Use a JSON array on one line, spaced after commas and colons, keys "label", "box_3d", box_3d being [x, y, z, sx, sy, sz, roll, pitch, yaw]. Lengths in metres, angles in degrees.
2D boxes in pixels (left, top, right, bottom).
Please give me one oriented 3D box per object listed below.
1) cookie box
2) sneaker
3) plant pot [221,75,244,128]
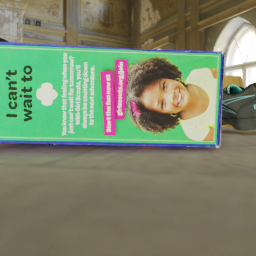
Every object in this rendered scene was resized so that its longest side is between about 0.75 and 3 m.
[{"label": "cookie box", "box_3d": [-0.522, -0.366, 3.875, 2.831, 1.064, 2.422, 1, 2, -4]}, {"label": "sneaker", "box_3d": [2.043, -0.459, 5.792, 0.821, 0.863, 2.178, -18, 9, -21]}, {"label": "plant pot", "box_3d": [2.921, -0.827, 8.295, 1.350, 1.449, 1.350, 3, 12, -1]}]
